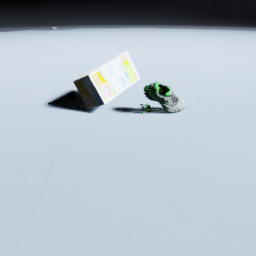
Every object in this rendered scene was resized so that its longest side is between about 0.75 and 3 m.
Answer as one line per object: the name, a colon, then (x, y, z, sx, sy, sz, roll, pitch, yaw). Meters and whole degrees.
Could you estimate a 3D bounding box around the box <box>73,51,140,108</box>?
box: (-0.766, -1.801, 10.486, 1.105, 1.226, 2.180, -7, 26, 48)

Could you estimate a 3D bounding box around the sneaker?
sneaker: (1.378, -1.033, 9.696, 1.707, 0.666, 0.727, 23, -22, -28)

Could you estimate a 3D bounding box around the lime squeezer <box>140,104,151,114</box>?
lime squeezer: (0.677, -0.758, 10.457, 0.356, 0.190, 1.009, -31, 23, 10)
